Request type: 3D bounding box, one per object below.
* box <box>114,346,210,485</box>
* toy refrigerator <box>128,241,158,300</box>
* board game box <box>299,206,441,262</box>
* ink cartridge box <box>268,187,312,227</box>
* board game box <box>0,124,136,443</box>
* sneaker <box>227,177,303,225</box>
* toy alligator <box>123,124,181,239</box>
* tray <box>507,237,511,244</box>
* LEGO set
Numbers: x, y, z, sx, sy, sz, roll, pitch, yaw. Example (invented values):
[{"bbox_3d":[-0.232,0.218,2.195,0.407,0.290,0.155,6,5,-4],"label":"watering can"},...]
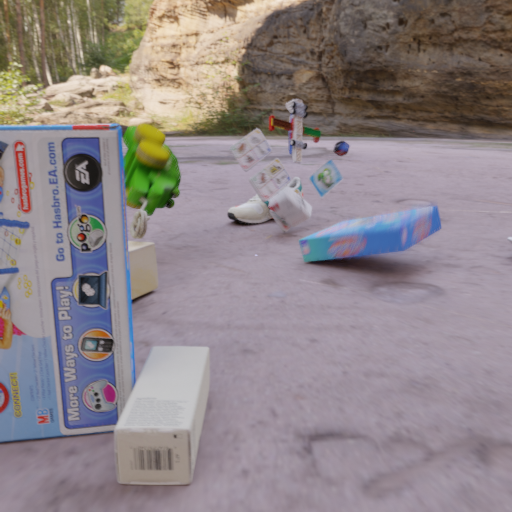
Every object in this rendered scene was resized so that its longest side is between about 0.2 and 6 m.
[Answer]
[{"bbox_3d":[-0.788,1.361,5.057,0.630,0.525,1.534,1,15,2],"label":"box"},{"bbox_3d":[-2.469,0.417,8.003,0.904,0.833,2.382,3,13,25],"label":"toy refrigerator"},{"bbox_3d":[2.080,-0.392,10.281,2.082,0.468,1.583,-7,11,43],"label":"board game box"},{"bbox_3d":[0.755,-1.075,12.362,0.578,0.787,0.326,-31,33,40],"label":"ink cartridge box"},{"bbox_3d":[-2.490,0.257,4.880,2.711,2.768,0.774,-2,15,-10],"label":"board game box"},{"bbox_3d":[0.260,-1.484,14.269,2.419,1.131,0.852,-11,19,-37],"label":"sneaker"},{"bbox_3d":[-1.823,-1.317,10.147,1.036,1.132,3.817,17,30,-27],"label":"toy alligator"},{"bbox_3d":[5.969,0.260,9.307,1.958,0.404,3.647,-2,16,-5],"label":"tray"},{"bbox_3d":[0.901,-2.305,13.396,3.092,2.310,0.759,-42,15,-29],"label":"LEGO set"}]
